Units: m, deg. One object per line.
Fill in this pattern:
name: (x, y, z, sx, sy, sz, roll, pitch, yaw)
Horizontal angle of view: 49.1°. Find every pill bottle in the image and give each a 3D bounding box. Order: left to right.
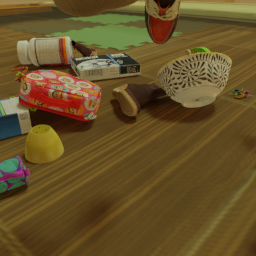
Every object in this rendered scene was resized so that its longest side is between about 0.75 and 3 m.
pill bottle: (-4.070, -3.794, 13.902, 2.467, 1.352, 1.352, -4, 30, -4)

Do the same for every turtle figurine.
turtle figurine: (-3.469, -1.398, 10.264, 2.498, 0.805, 2.015, 16, 40, 4)

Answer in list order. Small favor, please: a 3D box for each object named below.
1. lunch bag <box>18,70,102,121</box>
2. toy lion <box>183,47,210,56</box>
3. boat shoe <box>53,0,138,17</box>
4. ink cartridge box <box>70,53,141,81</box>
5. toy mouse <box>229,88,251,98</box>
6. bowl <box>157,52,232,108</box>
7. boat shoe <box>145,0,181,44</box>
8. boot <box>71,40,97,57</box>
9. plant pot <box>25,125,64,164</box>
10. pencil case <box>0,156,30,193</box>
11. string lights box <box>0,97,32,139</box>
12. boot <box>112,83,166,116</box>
lunch bag: (-2.075, -1.047, 8.833, 2.436, 0.998, 2.145, 15, 20, -6)
toy lion: (3.055, -2.367, 11.181, 0.591, 1.720, 1.649, -20, 16, -34)
boat shoe: (-0.441, -1.950, 3.974, 1.386, 0.499, 0.449, 2, 66, 29)
ink cartridge box: (-1.207, -3.061, 13.400, 2.825, 0.619, 2.852, -11, 30, -18)
toy mouse: (4.376, -1.339, 10.815, 0.872, 0.169, 0.775, 12, 32, 19)
bowl: (2.318, -1.416, 9.514, 2.515, 1.180, 2.515, -6, -14, -2)
boat shoe: (0.585, -2.084, 4.511, 0.605, 1.700, 0.532, 7, 46, 2)
boot: (-2.282, -4.100, 14.440, 1.438, 0.625, 1.728, 34, 13, -31)
plant pot: (-2.226, 0.341, 7.320, 1.010, 0.717, 1.010, 1, 30, 0)
pencil case: (-2.956, 1.158, 5.887, 1.611, 0.686, 0.745, -20, 7, -31)
string lights box: (-4.245, -0.160, 8.171, 2.483, 0.732, 1.276, -16, 33, -26)
boot: (0.543, -1.139, 9.838, 1.791, 0.779, 2.153, -11, 28, -16)
